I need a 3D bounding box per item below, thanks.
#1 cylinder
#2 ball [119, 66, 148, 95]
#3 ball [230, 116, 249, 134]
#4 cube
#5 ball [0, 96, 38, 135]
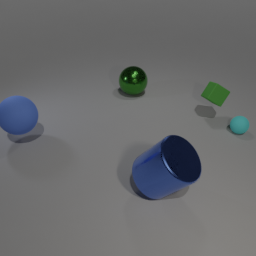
[{"bbox_3d":[1.055,1.105,7.791,1.400,1.400,1.400,20,51,-27],"label":"cylinder"},{"bbox_3d":[0.250,-2.279,13.520,1.400,1.400,1.400,0,33,0],"label":"ball"},{"bbox_3d":[4.311,-0.120,10.818,0.700,0.700,0.700,0,33,0],"label":"ball"},{"bbox_3d":[3.517,-1.376,11.290,0.700,0.700,0.700,28,10,-16],"label":"cube"},{"bbox_3d":[-3.933,-0.452,10.000,1.400,1.400,1.400,0,33,0],"label":"ball"}]
